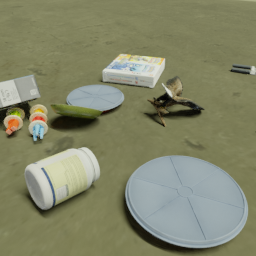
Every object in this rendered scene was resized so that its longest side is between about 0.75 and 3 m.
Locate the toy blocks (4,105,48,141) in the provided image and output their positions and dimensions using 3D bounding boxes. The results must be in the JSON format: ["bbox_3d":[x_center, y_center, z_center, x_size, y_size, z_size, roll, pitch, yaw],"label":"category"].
[{"bbox_3d":[-3.061,-0.092,8.383,1.275,0.555,1.530,-7,33,-12],"label":"toy blocks"}]

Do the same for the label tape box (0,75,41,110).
[{"bbox_3d":[-4.271,-0.907,8.822,2.489,0.788,1.795,-22,10,-31],"label":"label tape box"}]

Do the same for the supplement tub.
[{"bbox_3d":[-1.401,1.036,6.084,1.364,0.989,0.989,-21,38,-37],"label":"supplement tub"}]

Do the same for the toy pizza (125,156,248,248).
[{"bbox_3d":[1.208,1.494,6.010,2.533,0.401,2.533,1,33,-1],"label":"toy pizza"}]

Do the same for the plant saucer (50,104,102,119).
[{"bbox_3d":[-1.604,-0.492,8.687,1.605,0.249,1.605,6,-3,0],"label":"plant saucer"}]

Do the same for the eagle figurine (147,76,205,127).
[{"bbox_3d":[1.580,-0.981,9.310,1.775,1.347,1.339,-21,17,-21],"label":"eagle figurine"}]

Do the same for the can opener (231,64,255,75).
[{"bbox_3d":[5.426,-2.610,12.666,1.412,0.372,0.469,14,0,18],"label":"can opener"}]

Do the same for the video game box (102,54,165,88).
[{"bbox_3d":[0.324,-2.577,12.341,2.218,0.570,2.434,11,34,13],"label":"video game box"}]

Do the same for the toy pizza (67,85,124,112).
[{"bbox_3d":[-1.160,-1.017,10.063,2.040,0.323,2.040,0,33,0],"label":"toy pizza"}]
